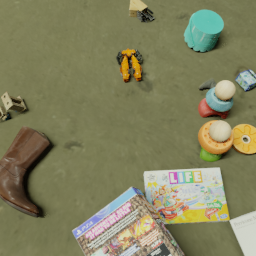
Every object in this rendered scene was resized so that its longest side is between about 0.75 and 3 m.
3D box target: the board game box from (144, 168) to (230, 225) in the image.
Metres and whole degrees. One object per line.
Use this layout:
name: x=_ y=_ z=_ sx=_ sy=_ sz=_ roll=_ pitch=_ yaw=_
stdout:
board game box: x=1.844 y=2.227 z=9.144 sx=2.534 sy=0.434 sz=1.703 roll=-3 pitch=66 yaw=-1

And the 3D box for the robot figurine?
robot figurine: x=0.075 y=-2.569 z=11.347 sx=1.057 sy=0.424 sz=1.457 roll=-6 pitch=66 yaw=-3

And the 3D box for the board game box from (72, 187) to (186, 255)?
board game box: x=0.134 y=3.381 z=7.880 sx=2.117 sy=1.286 sz=2.656 roll=-36 pitch=70 yaw=1

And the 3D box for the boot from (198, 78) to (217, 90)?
boot: x=3.333 y=-1.467 z=10.935 sx=0.850 sy=0.339 sz=0.935 roll=-32 pitch=76 yaw=-12

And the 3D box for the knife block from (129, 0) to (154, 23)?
knife block: x=0.641 y=-5.363 z=12.624 sx=1.153 sy=0.420 sz=1.314 roll=5 pitch=65 yaw=1

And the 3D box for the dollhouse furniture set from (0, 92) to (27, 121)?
dollhouse furniture set: x=-4.488 y=-0.756 z=10.509 sx=0.954 sy=0.673 sz=0.669 roll=-38 pitch=67 yaw=16

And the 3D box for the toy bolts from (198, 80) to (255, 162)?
toy bolts: x=3.531 y=-0.341 z=9.582 sx=2.436 sy=1.769 sz=2.550 roll=-2 pitch=65 yaw=-1

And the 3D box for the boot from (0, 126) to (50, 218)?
boot: x=-3.281 y=1.329 z=9.417 sx=2.461 sy=0.848 sz=2.641 roll=29 pitch=64 yaw=11

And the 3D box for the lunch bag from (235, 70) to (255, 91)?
lunch bag: x=4.796 y=-1.922 z=11.035 sx=0.802 sy=0.511 sz=0.682 roll=-21 pitch=66 yaw=-23

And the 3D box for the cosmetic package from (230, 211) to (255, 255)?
cosmetic package: x=4.123 y=3.636 z=7.938 sx=1.457 sy=1.048 sz=2.582 roll=-28 pitch=67 yaw=15

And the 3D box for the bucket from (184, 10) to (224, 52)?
bucket: x=3.147 y=-4.065 z=11.638 sx=1.529 sy=0.995 sz=1.529 roll=3 pitch=65 yaw=-6
